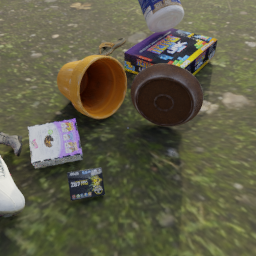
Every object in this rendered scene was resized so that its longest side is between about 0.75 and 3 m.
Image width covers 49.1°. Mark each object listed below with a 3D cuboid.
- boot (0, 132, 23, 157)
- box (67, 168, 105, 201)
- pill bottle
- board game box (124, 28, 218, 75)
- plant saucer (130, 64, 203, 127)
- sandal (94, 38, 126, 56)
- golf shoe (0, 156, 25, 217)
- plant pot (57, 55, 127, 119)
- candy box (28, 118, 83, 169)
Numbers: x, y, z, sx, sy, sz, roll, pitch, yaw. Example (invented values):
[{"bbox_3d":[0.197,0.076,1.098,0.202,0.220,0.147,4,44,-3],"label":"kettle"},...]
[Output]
[{"bbox_3d":[-3.269,0.454,7.701,0.638,0.338,0.969,14,16,-28],"label":"boot"},{"bbox_3d":[-1.009,1.350,6.782,0.832,0.204,0.671,-6,83,-11],"label":"box"},{"bbox_3d":[1.103,-5.373,11.172,1.495,1.495,2.695,-16,79,-16],"label":"pill bottle"},{"bbox_3d":[1.709,-2.899,11.036,2.477,0.850,2.997,26,49,26],"label":"board game box"},{"bbox_3d":[1.041,-0.793,7.939,2.103,2.103,0.362,11,41,12],"label":"plant saucer"},{"bbox_3d":[-0.650,-2.651,9.101,1.432,0.387,0.575,-41,34,-27],"label":"sandal"},{"bbox_3d":[-3.318,1.009,6.476,2.582,1.189,0.938,32,20,22],"label":"golf shoe"},{"bbox_3d":[-1.307,-1.413,8.951,1.743,1.904,1.904,21,46,41],"label":"plant pot"},{"bbox_3d":[-1.976,0.413,7.634,1.305,0.467,1.095,-10,66,-10],"label":"candy box"}]
